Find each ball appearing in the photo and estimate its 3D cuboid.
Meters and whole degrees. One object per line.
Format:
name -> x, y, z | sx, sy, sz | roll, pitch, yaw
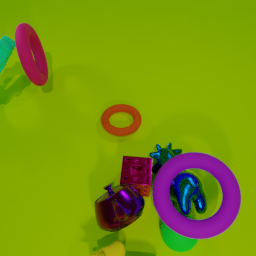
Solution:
ball -> 1.156, 2.312, 6.252 | 0.846, 0.846, 0.846 | 0, 56, 0

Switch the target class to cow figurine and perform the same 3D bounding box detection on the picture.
cow figurine -> -0.082, 2.999, 5.389 | 1.472, 0.821, 1.496 | 10, 50, -12
cow figurine -> 1.156, 1.158, 6.726 | 0.932, 1.698, 1.671 | -5, 84, -18

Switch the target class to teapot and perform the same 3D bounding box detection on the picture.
teapot -> -0.243, 1.684, 6.198 | 1.176, 1.891, 0.926 | -29, 89, -8

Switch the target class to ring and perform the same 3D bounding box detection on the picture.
ring -> -2.833, -2.165, 8.354 | 0.371, 1.857, 1.857 | -13, 56, 0
ring -> -0.201, -0.256, 8.311 | 1.217, 0.243, 1.217 | 0, 49, 0
ring -> 1.423, 1.370, 5.906 | 1.817, 0.363, 1.817 | -4, 64, 8

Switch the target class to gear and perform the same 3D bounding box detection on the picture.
gear -> -3.912, -1.739, 8.159 | 0.363, 1.962, 1.962 | 30, 53, -23

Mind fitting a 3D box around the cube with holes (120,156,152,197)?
cube with holes -> 0.203, 1.224, 7.056 | 0.739, 0.739, 0.739 | 4, 54, 3
